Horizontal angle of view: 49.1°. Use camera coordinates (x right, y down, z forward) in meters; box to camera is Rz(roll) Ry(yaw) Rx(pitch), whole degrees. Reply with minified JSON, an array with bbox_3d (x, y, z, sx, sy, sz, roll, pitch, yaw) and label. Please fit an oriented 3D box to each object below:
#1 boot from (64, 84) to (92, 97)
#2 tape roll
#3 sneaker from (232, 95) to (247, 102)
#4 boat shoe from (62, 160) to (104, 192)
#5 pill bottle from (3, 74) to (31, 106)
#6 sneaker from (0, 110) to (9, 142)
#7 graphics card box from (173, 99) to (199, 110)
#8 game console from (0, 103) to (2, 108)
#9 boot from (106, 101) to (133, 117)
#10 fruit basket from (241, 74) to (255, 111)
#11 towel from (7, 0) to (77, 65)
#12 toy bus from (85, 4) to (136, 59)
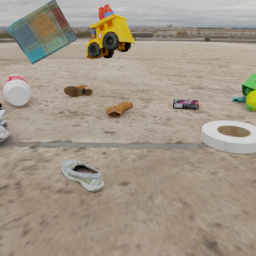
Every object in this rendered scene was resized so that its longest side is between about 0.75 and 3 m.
[{"bbox_3d":[-2.427,-1.867,13.327,1.368,0.524,1.062,-7,23,-19],"label":"boot"},{"bbox_3d":[3.070,0.225,8.224,1.819,0.332,1.819,-1,22,0],"label":"tape roll"},{"bbox_3d":[4.877,-1.203,12.089,0.767,0.297,0.306,6,42,26],"label":"sneaker"},{"bbox_3d":[-1.026,0.951,6.225,0.496,0.431,1.345,-17,27,-37],"label":"boat shoe"},{"bbox_3d":[-4.678,-1.582,11.823,1.089,1.089,1.941,-9,23,-21],"label":"pill bottle"},{"bbox_3d":[-4.423,-0.132,8.371,1.460,0.954,2.540,-11,29,-26],"label":"sneaker"},{"bbox_3d":[2.348,-0.963,11.378,1.038,0.264,0.651,3,22,11],"label":"graphics card box"},{"bbox_3d":[-5.866,-0.475,10.226,2.057,1.221,1.773,-3,-10,-10],"label":"game console"},{"bbox_3d":[-0.281,-0.659,10.460,1.070,0.394,0.828,-13,21,-2],"label":"boot"},{"bbox_3d":[5.282,-1.235,11.238,1.688,1.688,1.218,12,-13,28],"label":"fruit basket"},{"bbox_3d":[-2.932,-3.215,9.559,2.006,1.471,0.218,-22,26,17],"label":"towel"},{"bbox_3d":[-0.702,-2.959,8.674,1.491,1.431,1.012,-15,5,29],"label":"toy bus"}]
